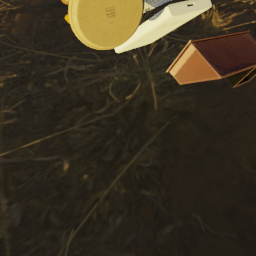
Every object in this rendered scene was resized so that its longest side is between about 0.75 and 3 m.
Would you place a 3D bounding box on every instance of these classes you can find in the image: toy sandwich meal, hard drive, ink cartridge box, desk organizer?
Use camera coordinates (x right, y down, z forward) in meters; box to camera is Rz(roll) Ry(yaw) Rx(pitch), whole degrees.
[{"bbox_3d":[-0.477,-2.301,5.305,1.698,1.698,0.581,-19,45,-18],"label":"toy sandwich meal"},{"bbox_3d":[0.897,-2.916,8.083,1.674,0.339,2.538,-27,8,-33],"label":"hard drive"},{"bbox_3d":[0.359,-3.836,7.314,2.558,1.484,0.868,-18,77,17],"label":"ink cartridge box"},{"bbox_3d":[2.347,-1.566,6.883,2.724,0.977,1.049,-22,70,-38],"label":"desk organizer"}]
